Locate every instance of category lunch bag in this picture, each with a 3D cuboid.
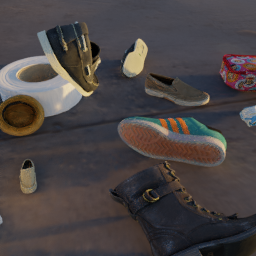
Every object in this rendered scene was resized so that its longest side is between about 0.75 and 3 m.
[{"bbox_3d":[4.753,-2.172,10.609,2.322,0.952,2.046,3,33,2],"label":"lunch bag"}]

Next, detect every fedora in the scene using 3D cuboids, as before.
[{"bbox_3d":[-3.136,-0.303,8.246,1.392,0.568,1.392,3,66,-6],"label":"fedora"}]

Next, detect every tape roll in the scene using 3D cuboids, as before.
[{"bbox_3d":[-2.979,-1.509,9.644,2.756,0.964,2.756,0,38,0],"label":"tape roll"}]

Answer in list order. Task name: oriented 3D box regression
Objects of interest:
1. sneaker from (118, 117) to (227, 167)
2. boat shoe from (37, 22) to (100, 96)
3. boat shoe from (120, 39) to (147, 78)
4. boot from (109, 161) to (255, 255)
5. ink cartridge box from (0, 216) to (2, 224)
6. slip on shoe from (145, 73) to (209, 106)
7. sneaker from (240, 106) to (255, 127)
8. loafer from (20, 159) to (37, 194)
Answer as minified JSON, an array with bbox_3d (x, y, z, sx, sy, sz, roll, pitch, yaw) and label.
[{"bbox_3d":[1.173,0.197,7.536,2.826,1.008,1.129,15,34,12],"label":"sneaker"},{"bbox_3d":[-0.982,-1.433,6.262,0.962,2.845,1.022,-29,81,1],"label":"boat shoe"},{"bbox_3d":[0.143,-2.774,11.617,0.815,0.866,2.411,-22,32,36],"label":"boat shoe"},{"bbox_3d":[1.238,1.545,5.710,2.804,0.971,2.441,-15,41,-15],"label":"boot"},{"bbox_3d":[-4.362,1.230,5.132,2.949,2.133,2.171,-28,46,-31],"label":"ink cartridge box"},{"bbox_3d":[1.673,-1.386,9.706,2.294,0.695,0.872,19,42,23],"label":"slip on shoe"},{"bbox_3d":[2.166,-0.173,4.961,0.291,0.762,0.308,-13,79,18],"label":"sneaker"},{"bbox_3d":[-2.425,1.140,6.737,0.381,0.344,1.007,-13,39,-16],"label":"loafer"}]
